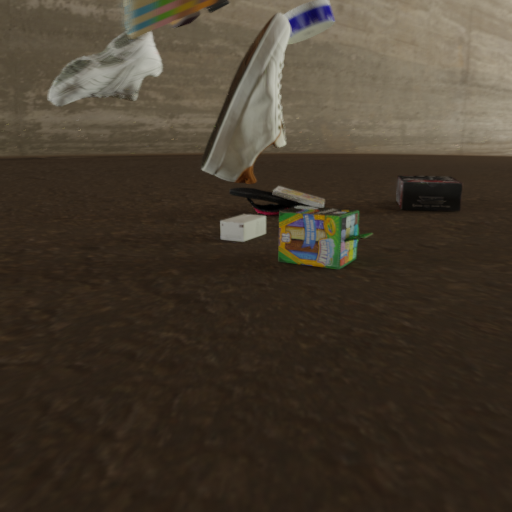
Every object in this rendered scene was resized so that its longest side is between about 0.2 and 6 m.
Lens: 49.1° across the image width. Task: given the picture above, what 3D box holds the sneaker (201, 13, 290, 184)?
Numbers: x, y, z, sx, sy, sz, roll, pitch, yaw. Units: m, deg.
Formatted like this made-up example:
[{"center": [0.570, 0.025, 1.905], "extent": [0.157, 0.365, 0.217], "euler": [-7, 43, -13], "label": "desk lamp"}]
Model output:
[{"center": [0.113, -2.624, 9.734], "extent": [1.222, 2.887, 1.051], "euler": [21, 14, -16], "label": "sneaker"}]

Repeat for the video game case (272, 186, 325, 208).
[{"center": [1.250, -1.696, 16.135], "extent": [1.466, 0.168, 1.334], "euler": [17, 14, 4], "label": "video game case"}]

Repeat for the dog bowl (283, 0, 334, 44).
[{"center": [0.939, -4.423, 10.609], "extent": [1.045, 0.411, 1.045], "euler": [-20, 9, 3], "label": "dog bowl"}]

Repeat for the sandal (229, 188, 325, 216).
[{"center": [0.609, -1.406, 16.010], "extent": [2.880, 0.649, 1.082], "euler": [11, 15, -19], "label": "sandal"}]

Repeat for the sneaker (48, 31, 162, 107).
[{"center": [-3.008, -3.551, 11.461], "extent": [2.472, 1.228, 0.963], "euler": [-26, 44, 3], "label": "sneaker"}]

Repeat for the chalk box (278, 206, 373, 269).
[{"center": [1.332, -0.352, 10.460], "extent": [1.599, 0.991, 0.998], "euler": [9, 14, 29], "label": "chalk box"}]

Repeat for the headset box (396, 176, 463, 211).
[{"center": [5.321, -1.961, 17.372], "extent": [1.746, 0.906, 2.347], "euler": [2, 14, 9], "label": "headset box"}]

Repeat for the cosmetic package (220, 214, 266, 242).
[{"center": [-0.286, -0.655, 12.882], "extent": [0.633, 0.455, 1.122], "euler": [7, 16, 28], "label": "cosmetic package"}]

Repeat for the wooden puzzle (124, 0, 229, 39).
[{"center": [-0.994, -3.674, 7.799], "extent": [1.774, 0.210, 2.992], "euler": [-27, 12, -8], "label": "wooden puzzle"}]
